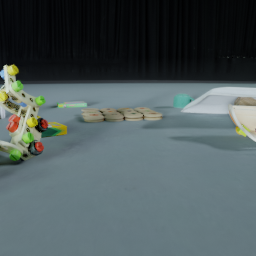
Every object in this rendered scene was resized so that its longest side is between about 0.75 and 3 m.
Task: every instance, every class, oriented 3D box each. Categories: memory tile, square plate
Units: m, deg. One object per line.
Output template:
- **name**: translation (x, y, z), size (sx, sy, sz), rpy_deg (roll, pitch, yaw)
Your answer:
- **memory tile**: translation (-0.289, -0.528, 10.355), size (2.774, 0.233, 2.126), rpy_deg (-3, 12, -12)
- **square plate**: translation (3.544, -0.921, 9.646), size (2.783, 0.396, 2.757), rpy_deg (1, -7, -7)

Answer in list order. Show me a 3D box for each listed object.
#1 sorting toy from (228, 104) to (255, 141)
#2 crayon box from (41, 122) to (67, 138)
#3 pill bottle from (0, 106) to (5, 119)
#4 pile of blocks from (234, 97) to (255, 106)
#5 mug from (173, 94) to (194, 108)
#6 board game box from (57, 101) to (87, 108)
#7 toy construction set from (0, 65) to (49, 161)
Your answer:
- **sorting toy**: translation (3.232, 0.021, 6.581), size (1.593, 0.851, 1.434), rpy_deg (3, 20, 11)
- **crayon box**: translation (-2.172, 0.030, 7.612), size (0.736, 0.249, 0.853), rpy_deg (-9, 15, -36)
- **pill bottle**: translation (-4.917, -0.607, 9.679), size (1.180, 0.663, 0.663), rpy_deg (-5, 13, -19)
- **pile of blocks**: translation (4.368, -0.371, 8.877), size (2.455, 1.008, 0.763), rpy_deg (7, -33, -11)
- **mug**: translation (2.606, -1.272, 12.993), size (0.982, 0.607, 0.807), rpy_deg (0, 12, -1)
- **board game box**: translation (-2.690, -1.123, 13.328), size (1.296, 0.189, 0.872), rpy_deg (-4, 12, -20)
- **toy construction set**: translation (-2.171, -0.110, 5.207), size (0.916, 1.303, 1.988), rpy_deg (-12, 46, 28)
